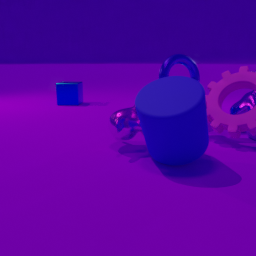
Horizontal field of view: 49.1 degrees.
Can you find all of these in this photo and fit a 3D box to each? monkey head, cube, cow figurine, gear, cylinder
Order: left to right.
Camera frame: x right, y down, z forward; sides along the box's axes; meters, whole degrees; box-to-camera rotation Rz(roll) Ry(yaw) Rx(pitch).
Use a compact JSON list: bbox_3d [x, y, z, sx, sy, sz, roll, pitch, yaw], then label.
[{"bbox_3d":[-2.244,-1.348,10.854,0.838,0.838,0.838,1,14,4],"label":"cube"},{"bbox_3d":[-0.011,-0.206,5.420,0.737,0.880,1.224,0,8,-4],"label":"monkey head"},{"bbox_3d":[0.755,-0.124,4.656,1.086,1.086,1.086,-11,40,9],"label":"cylinder"},{"bbox_3d":[2.313,-0.555,5.792,1.558,1.558,0.288,12,-20,40],"label":"gear"},{"bbox_3d":[2.956,-0.677,6.698,0.696,1.248,1.268,24,-38,-27],"label":"cow figurine"}]

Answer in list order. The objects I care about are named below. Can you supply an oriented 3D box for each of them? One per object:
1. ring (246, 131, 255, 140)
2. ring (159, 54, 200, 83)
[{"bbox_3d":[3.346,0.030,6.175,1.359,0.272,1.359,-8,15,2],"label":"ring"},{"bbox_3d":[1.164,-1.116,6.284,1.075,1.075,0.215,-7,6,-25],"label":"ring"}]
